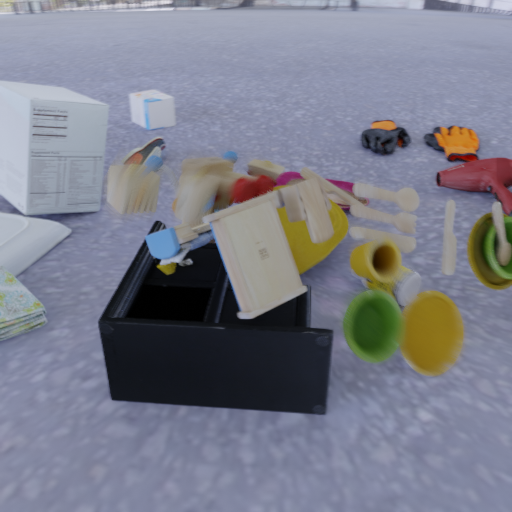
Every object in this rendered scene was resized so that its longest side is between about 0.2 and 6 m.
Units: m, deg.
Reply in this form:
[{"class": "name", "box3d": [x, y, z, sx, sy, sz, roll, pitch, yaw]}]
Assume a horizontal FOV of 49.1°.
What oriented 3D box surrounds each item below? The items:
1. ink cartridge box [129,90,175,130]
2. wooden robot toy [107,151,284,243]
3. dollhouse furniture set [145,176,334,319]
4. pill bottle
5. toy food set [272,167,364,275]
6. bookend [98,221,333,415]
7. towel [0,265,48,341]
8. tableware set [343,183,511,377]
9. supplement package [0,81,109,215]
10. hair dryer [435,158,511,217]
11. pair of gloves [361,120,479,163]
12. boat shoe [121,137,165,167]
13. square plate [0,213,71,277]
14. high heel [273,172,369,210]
[{"class": "ink cartridge box", "box3d": [-2.925, -4.086, 15.570, 0.820, 0.799, 1.276, -20, 36, -32]}, {"class": "wooden robot toy", "box3d": [-0.757, -0.698, 8.805, 1.473, 1.517, 3.343, 26, 26, 31]}, {"class": "dollhouse furniture set", "box3d": [-0.172, -0.039, 6.521, 1.602, 1.108, 1.697, -23, 8, -32]}, {"class": "pill bottle", "box3d": [1.840, 0.306, 8.035, 0.509, 0.509, 0.915, -24, 37, -36]}, {"class": "toy food set", "box3d": [0.644, -0.374, 9.095, 1.505, 0.836, 2.559, 32, 41, 17]}, {"class": "bookend", "box3d": [-0.327, 0.622, 6.883, 2.428, 1.118, 2.412, 3, 30, 5]}, {"class": "towel", "box3d": [-3.564, 0.651, 7.336, 1.329, 0.320, 1.138, 35, 33, 28]}, {"class": "tableware set", "box3d": [2.418, 0.365, 6.633, 3.218, 2.168, 0.494, 10, -8, -26]}, {"class": "supplement package", "box3d": [-3.905, -2.030, 10.409, 1.477, 2.008, 1.920, -9, 28, -43]}, {"class": "hair dryer", "box3d": [4.748, -1.346, 10.831, 2.543, 0.691, 1.937, 19, 35, 31]}, {"class": "pair of gloves", "box3d": [4.079, -2.964, 14.055, 2.871, 0.355, 2.558, 6, 30, 12]}, {"class": "boat shoe", "box3d": [-2.435, -2.229, 12.608, 0.513, 0.583, 1.639, 45, 30, -6]}, {"class": "square plate", "box3d": [-5.078, -0.077, 8.838, 3.080, 0.438, 3.051, 8, 31, 14]}, {"class": "high heel", "box3d": [1.038, -1.125, 10.444, 2.072, 0.698, 0.994, 4, 16, -19]}]
